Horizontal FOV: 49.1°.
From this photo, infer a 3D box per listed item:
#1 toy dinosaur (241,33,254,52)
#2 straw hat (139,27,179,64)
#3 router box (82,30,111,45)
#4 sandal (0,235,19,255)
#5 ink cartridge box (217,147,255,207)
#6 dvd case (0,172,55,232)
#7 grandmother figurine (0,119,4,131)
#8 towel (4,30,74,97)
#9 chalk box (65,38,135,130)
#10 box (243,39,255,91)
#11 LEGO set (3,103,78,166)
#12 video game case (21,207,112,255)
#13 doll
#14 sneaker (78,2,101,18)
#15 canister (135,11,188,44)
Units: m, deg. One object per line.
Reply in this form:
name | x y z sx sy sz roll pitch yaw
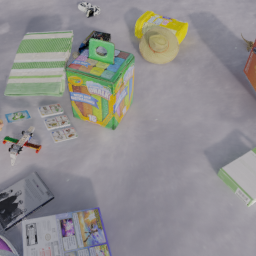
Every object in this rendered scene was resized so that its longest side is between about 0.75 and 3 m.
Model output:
toy dinosaur | 5.335 -3.585 12.081 1.412 0.411 0.714 36 41 19
straw hat | 1.199 -3.345 10.947 1.627 0.689 1.627 -1 86 10
router box | -1.351 -3.759 12.163 0.856 0.355 1.142 17 49 15
sandal | -2.721 3.002 5.737 2.959 0.727 1.204 30 54 22
ink cartridge box | 3.428 1.239 7.599 1.586 0.380 1.154 -25 52 -21
dvd case | -2.737 1.835 7.204 1.359 0.168 1.021 -32 55 -26
grandmother figurine | -3.636 0.036 7.415 0.324 0.648 1.068 4 18 -3
towel | -2.676 -2.031 8.687 1.822 0.279 2.389 1 65 8
chalk box | -0.794 -1.467 8.604 1.571 2.525 1.563 18 50 16
box | 5.257 -1.965 9.462 1.344 1.925 2.528 -4 48 -4
LEGO set | -2.990 0.125 8.699 2.393 0.587 1.787 -15 48 -28
video game case | -1.263 2.767 5.936 1.770 0.444 1.953 -5 46 -20
doll | -1.631 -3.236 11.529 1.418 0.344 0.967 -24 74 3
sneaker | -2.051 -5.884 14.000 1.230 0.491 0.801 22 42 6
canister | 1.496 -4.378 12.407 1.974 0.855 1.466 23 52 18
